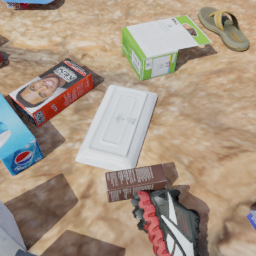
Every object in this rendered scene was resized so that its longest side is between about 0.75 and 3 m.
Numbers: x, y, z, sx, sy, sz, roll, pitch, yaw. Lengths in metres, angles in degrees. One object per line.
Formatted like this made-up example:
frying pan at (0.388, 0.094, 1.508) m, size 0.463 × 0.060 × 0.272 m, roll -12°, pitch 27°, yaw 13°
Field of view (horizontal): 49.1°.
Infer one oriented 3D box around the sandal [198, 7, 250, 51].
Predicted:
sandal at (3.615, -3.868, 10.395) m, size 1.074 × 0.722 × 2.674 m, roll -17°, pitch 54°, yaw -13°

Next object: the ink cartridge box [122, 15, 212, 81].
ink cartridge box at (1.237, -2.752, 9.407) m, size 2.464 × 0.933 × 1.821 m, roll -16°, pitch 53°, yaw -14°

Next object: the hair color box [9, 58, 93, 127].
hair color box at (-2.198, -1.099, 8.280) m, size 1.099 × 0.663 × 2.165 m, roll 35°, pitch 60°, yaw 23°

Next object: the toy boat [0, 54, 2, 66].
toy boat at (-4.606, -2.425, 9.316) m, size 0.654 × 0.655 × 1.001 m, roll -20°, pitch 55°, yaw -15°

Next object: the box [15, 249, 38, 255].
box at (-1.552, 3.275, 4.648) m, size 1.404 × 1.013 × 1.892 m, roll 14°, pitch 53°, yaw 10°

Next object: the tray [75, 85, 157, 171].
tray at (-0.228, -0.172, 7.766) m, size 1.572 × 0.325 × 2.929 m, roll 13°, pitch 53°, yaw 9°

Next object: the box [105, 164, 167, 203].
box at (0.168, 1.268, 6.431) m, size 1.353 × 0.677 × 0.507 m, roll -6°, pitch 53°, yaw -5°

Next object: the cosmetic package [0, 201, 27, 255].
cosmetic package at (-3.004, 2.102, 5.177) m, size 1.617 × 1.612 × 0.994 m, roll -29°, pitch 57°, yaw -20°

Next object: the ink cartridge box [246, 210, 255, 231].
ink cartridge box at (2.858, 2.237, 5.400) m, size 1.328 × 0.312 × 1.313 m, roll 18°, pitch 37°, yaw -43°

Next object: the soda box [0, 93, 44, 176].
soda box at (-3.333, -0.062, 7.353) m, size 0.904 × 0.855 × 2.665 m, roll -33°, pitch 58°, yaw -23°

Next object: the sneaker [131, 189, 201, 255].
sneaker at (1.017, 2.293, 5.461) m, size 1.285 × 0.929 × 2.629 m, roll -16°, pitch 53°, yaw -10°

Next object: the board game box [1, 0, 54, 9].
board game box at (-4.165, -5.508, 11.871) m, size 2.445 × 0.476 × 1.932 m, roll 0°, pitch 47°, yaw -7°
